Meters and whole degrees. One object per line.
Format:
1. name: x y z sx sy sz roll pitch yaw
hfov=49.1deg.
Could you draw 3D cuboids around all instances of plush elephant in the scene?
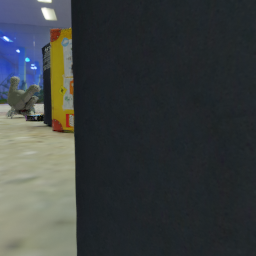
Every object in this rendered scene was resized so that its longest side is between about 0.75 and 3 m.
1. plush elephant: -4.245 -1.023 11.642 1.432 1.739 1.346 15 -12 17

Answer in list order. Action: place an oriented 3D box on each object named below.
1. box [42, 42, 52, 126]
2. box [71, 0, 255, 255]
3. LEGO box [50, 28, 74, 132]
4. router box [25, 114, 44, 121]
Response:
1. box: -1.165 -1.239 8.391 2.512 2.287 1.308 -3 7 -30
2. box: 0.980 -0.428 1.206 2.173 2.137 1.276 -6 8 -44
3. LEGO box: -0.819 -1.082 6.521 1.758 2.361 0.911 3 7 21
4. router box: -3.189 -0.384 10.141 0.654 0.224 0.877 1 6 10
